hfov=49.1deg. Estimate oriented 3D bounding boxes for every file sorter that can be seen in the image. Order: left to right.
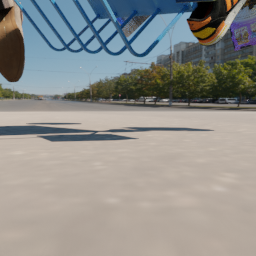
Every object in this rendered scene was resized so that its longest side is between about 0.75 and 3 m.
[{"bbox_3d":[-0.640,-2.628,5.398,2.983,1.830,2.070,18,-27,45],"label":"file sorter"}]

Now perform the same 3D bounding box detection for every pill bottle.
[{"bbox_3d":[0.358,-3.813,8.022,2.197,1.250,1.250,-41,-6,13],"label":"pill bottle"}]

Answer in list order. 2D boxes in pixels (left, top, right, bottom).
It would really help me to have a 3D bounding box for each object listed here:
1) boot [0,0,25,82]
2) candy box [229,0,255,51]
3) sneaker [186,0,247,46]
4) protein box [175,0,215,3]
[{"bbox_3d":[-3.148,-2.717,7.494,0.894,2.544,1.860,-4,28,-9],"label":"boot"},{"bbox_3d":[2.771,-2.545,5.992,0.519,1.450,1.216,-23,11,-31],"label":"candy box"},{"bbox_3d":[1.786,-2.613,5.346,0.880,1.956,0.684,25,3,-45],"label":"sneaker"},{"bbox_3d":[1.168,-2.427,4.025,0.699,1.036,1.028,-20,27,-14],"label":"protein box"}]
